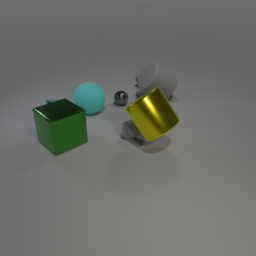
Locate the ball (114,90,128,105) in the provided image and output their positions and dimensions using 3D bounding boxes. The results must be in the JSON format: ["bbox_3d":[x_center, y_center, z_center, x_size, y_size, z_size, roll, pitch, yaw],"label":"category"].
[{"bbox_3d":[-0.334,-1.447,13.429,0.700,0.700,0.700,0,30,0],"label":"ball"}]

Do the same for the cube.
[{"bbox_3d":[-2.487,-0.090,10.381,1.400,1.400,1.400,-24,38,-35],"label":"cube"}]

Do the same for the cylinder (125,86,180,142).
[{"bbox_3d":[0.834,-0.474,9.623,1.400,1.400,1.400,-34,6,4],"label":"cylinder"}]

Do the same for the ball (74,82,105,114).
[{"bbox_3d":[-1.720,-1.338,12.556,1.400,1.400,1.400,0,30,0],"label":"ball"}]

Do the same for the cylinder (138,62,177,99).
[{"bbox_3d":[1.434,-2.261,13.650,1.400,1.400,1.400,23,18,-30],"label":"cylinder"}]

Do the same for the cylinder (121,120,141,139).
[{"bbox_3d":[0.205,0.014,10.675,0.700,0.700,0.700,-18,20,30],"label":"cylinder"}]

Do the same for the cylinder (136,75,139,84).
[{"bbox_3d":[0.885,-2.653,15.285,0.700,0.700,0.700,-31,39,-14],"label":"cylinder"}]

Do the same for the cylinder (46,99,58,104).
[{"bbox_3d":[-3.239,-0.876,12.271,0.700,0.700,0.700,3,11,-1],"label":"cylinder"}]
